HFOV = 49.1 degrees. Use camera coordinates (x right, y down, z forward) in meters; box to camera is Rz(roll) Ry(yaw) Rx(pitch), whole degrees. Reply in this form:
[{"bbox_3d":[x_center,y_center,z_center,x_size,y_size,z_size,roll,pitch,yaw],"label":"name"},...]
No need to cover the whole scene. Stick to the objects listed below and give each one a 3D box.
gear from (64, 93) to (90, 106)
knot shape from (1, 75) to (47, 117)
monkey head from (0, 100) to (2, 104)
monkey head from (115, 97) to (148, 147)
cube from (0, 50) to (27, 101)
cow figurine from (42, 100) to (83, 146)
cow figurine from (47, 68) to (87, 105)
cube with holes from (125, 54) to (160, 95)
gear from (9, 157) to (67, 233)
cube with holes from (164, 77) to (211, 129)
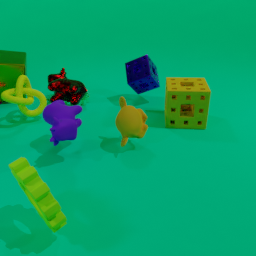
[{"bbox_3d":[-1.892,-1.018,9.685,1.113,0.206,1.113,0,29,0],"label":"gear"},{"bbox_3d":[-3.006,-0.997,8.174,1.241,0.573,1.161,22,47,-42],"label":"knot shape"},{"bbox_3d":[-4.848,-0.905,8.538,1.726,1.040,1.242,-8,22,5],"label":"monkey head"},{"bbox_3d":[-0.003,-0.095,6.954,0.768,1.275,0.917,8,-22,-29],"label":"monkey head"},{"bbox_3d":[-4.223,-1.822,9.661,1.344,1.344,1.344,0,32,-18],"label":"cube"},{"bbox_3d":[-1.602,-0.161,6.512,1.282,0.703,1.261,20,30,25],"label":"cow figurine"},{"bbox_3d":[-2.031,-1.382,9.335,1.608,0.883,1.583,8,32,15],"label":"cow figurine"},{"bbox_3d":[0.482,-1.759,9.311,0.823,0.823,0.823,-17,64,22],"label":"cube with holes"},{"bbox_3d":[-1.424,1.049,4.414,0.232,1.254,1.254,-34,42,-27],"label":"gear"},{"bbox_3d":[1.681,-0.748,8.194,1.138,1.138,1.138,2,29,5],"label":"cube with holes"}]
